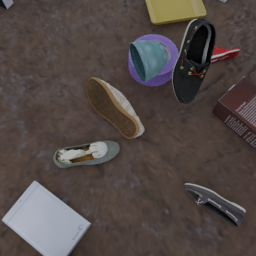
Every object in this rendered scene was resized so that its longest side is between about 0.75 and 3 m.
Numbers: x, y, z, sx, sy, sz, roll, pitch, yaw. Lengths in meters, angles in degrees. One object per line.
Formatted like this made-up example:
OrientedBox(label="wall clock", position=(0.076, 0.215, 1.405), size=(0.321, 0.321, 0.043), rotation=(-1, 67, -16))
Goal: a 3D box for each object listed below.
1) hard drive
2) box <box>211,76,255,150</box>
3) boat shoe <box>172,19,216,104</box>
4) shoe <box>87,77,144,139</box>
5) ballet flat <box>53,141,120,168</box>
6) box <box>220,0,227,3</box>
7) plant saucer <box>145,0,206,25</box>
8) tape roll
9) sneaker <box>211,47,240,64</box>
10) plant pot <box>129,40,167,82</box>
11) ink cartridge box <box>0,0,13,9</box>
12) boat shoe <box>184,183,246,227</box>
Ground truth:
OrientedBox(label="hard drive", position=(-2.437, 2.822, 8.394), size=(2.222, 0.296, 1.466), rotation=(33, 72, 12))
OrientedBox(label="box", position=(4.327, -0.247, 9.282), size=(1.376, 1.029, 2.747), rotation=(-40, 75, -15))
OrientedBox(label="boat shoe", position=(1.978, -1.925, 8.494), size=(0.949, 2.594, 0.813), rotation=(5, 23, -11))
OrientedBox(label="shoe", position=(-0.456, -0.711, 9.666), size=(2.749, 0.961, 0.734), rotation=(49, 34, 19))
OrientedBox(label="ballet flat", position=(-1.316, 0.825, 8.997), size=(2.163, 0.689, 0.729), rotation=(-12, 70, -5))
OrientedBox(label="box", position=(3.734, -6.571, 11.384), size=(1.879, 1.869, 1.228), rotation=(36, 72, 14))
OrientedBox(label="plant saucer", position=(1.808, -5.160, 11.535), size=(2.242, 0.543, 2.241), rotation=(-10, 69, -4))
OrientedBox(label="tape roll", position=(0.912, -2.494, 10.324), size=(1.792, 0.761, 1.792), rotation=(0, 67, -1))
OrientedBox(label="sneaker", position=(3.520, -2.977, 10.660), size=(1.337, 0.524, 0.773), rotation=(-15, 70, -7))
OrientedBox(label="plant pot", position=(0.678, -2.174, 8.720), size=(0.855, 1.276, 1.276), rotation=(-22, 69, -6))
OrientedBox(label="ink cartridge box", position=(-5.537, -5.914, 10.615), size=(1.334, 2.818, 0.523), rotation=(27, 70, 12))
OrientedBox(label="boat shoe", position=(2.558, 2.301, 8.418), size=(1.968, 0.658, 0.561), rotation=(26, 65, 6))
